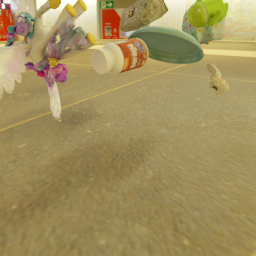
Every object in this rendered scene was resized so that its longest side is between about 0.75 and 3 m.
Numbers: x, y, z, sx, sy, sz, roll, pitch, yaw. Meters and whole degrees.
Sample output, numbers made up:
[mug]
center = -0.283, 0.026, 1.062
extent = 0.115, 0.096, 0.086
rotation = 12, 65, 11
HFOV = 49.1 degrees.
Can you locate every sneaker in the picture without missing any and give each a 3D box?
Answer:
[sneaker]
center = 1.951, -1.097, 6.334
extent = 0.354, 0.770, 0.291
rotation = -31, -11, 5

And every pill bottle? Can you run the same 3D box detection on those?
[pill bottle]
center = -0.158, -1.450, 5.734
extent = 1.117, 0.627, 0.627
rotation = -25, 32, -38

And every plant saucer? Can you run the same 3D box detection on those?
[plant saucer]
center = 1.003, -2.189, 7.407
extent = 2.049, 0.281, 2.049
rotation = 13, -3, 1

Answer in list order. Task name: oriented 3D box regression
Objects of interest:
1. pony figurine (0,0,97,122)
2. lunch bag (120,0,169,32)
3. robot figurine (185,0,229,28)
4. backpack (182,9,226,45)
[pony figurine]
center = -1.586, -1.337, 5.125
extent = 2.050, 1.707, 1.979
rotation = -30, 56, 21
[lunch bag]
center = 0.489, -4.129, 10.169
extent = 1.237, 0.887, 1.509
rotation = 4, 44, 49
[robot figurine]
center = 1.451, -2.117, 5.153
extent = 0.792, 0.458, 0.695
rotation = -21, 53, -13
[backpack]
center = 2.209, -3.009, 8.148
extent = 1.300, 1.143, 0.996
rotation = -25, 34, -29
